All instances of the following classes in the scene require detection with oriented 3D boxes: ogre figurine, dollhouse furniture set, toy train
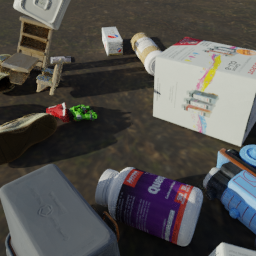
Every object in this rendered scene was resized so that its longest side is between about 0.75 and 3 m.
[{"bbox_3d":[-1.445,-0.490,8.811,0.621,0.509,1.037,-9,47,-32],"label":"ogre figurine"},{"bbox_3d":[-3.697,-2.830,10.282,2.674,1.894,2.911,13,25,-10],"label":"dollhouse furniture set"},{"bbox_3d":[2.796,1.461,5.552,1.630,1.237,2.853,-26,43,-23],"label":"toy train"}]

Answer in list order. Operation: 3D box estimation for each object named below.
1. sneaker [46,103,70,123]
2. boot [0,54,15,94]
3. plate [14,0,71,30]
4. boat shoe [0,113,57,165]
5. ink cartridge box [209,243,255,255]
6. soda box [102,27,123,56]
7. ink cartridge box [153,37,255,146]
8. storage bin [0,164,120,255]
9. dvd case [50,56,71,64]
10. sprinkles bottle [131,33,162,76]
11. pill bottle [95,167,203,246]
[{"bbox_3d":[-2.224,-0.405,8.844,0.647,0.439,1.120,-16,26,-7],"label":"sneaker"},{"bbox_3d":[-4.840,-2.070,10.758,1.639,0.764,2.119,19,46,26],"label":"boot"},{"bbox_3d":[-2.177,-3.241,7.119,1.243,1.246,0.201,24,42,-20],"label":"plate"},{"bbox_3d":[-3.119,0.240,7.556,0.794,0.882,2.445,16,37,40],"label":"boat shoe"},{"bbox_3d":[1.813,2.780,3.681,1.458,0.826,1.990,15,42,-1],"label":"ink cartridge box"},{"bbox_3d":[-0.801,-4.337,13.924,0.758,0.709,2.227,-6,36,-9],"label":"soda box"},{"bbox_3d":[2.531,-1.220,8.437,2.905,2.101,2.111,22,41,27],"label":"ink cartridge box"},{"bbox_3d":[-1.005,1.819,4.635,1.809,1.670,2.486,-25,44,-30],"label":"storage bin"},{"bbox_3d":[-3.067,-3.100,12.761,0.914,0.073,0.680,-7,37,-9],"label":"dvd case"},{"bbox_3d":[0.910,-3.283,12.236,0.979,0.979,2.868,-8,37,-10],"label":"sprinkles bottle"},{"bbox_3d":[0.396,1.462,5.573,1.986,1.117,1.117,15,39,19],"label":"pill bottle"}]
